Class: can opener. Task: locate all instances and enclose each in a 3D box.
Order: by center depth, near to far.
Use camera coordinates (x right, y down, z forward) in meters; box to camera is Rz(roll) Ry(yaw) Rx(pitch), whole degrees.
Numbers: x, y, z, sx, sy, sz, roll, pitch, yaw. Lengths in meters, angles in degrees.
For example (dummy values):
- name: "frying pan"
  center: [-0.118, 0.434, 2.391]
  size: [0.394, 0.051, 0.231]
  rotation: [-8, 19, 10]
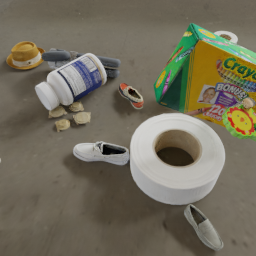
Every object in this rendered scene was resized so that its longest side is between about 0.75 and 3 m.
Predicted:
- name: "can opener"
  center: [-1.768, -2.391, 10.440]
  size: [2.899, 0.773, 0.969]
  rotation: [11, 20, 10]

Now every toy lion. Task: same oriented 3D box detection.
- name: "toy lion"
  center: [2.256, -0.084, 5.325]
  size: [0.911, 0.313, 0.873]
  rotation: [42, 55, 5]

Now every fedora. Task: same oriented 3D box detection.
- name: "fedora"
  center: [-4.109, -2.996, 11.189]
  size: [1.572, 0.641, 1.572]
  rotation: [0, 49, 0]

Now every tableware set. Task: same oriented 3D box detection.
- name: "tableware set"
  center: [-1.934, -0.422, 9.288]
  size: [1.349, 0.156, 1.127]
  rotation: [-17, 52, -14]

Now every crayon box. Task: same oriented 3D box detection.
- name: "crayon box"
  center: [2.220, -0.980, 6.409]
  size: [2.818, 1.674, 0.821]
  rotation: [17, 39, -18]

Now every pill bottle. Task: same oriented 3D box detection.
- name: "pill bottle"
  center: [-1.935, -1.532, 9.505]
  size: [2.209, 1.227, 1.227]
  rotation: [-35, 58, -24]

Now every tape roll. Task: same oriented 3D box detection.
- name: "tape roll"
  center: [1.308, 0.772, 7.764]
  size: [2.541, 0.889, 2.541]
  rotation: [0, 49, 1]
- name: "tape roll"
  center: [4.105, -3.710, 11.978]
  size: [1.068, 0.374, 1.068]
  rotation: [0, 49, 0]

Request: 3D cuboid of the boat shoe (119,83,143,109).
- name: "boat shoe"
  center: [0.100, -1.211, 9.789]
  size: [0.482, 0.423, 1.353]
  rotation: [-25, 52, -18]

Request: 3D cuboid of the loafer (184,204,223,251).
- name: "loafer"
  center: [1.799, 2.359, 6.697]
  size: [0.420, 0.419, 1.201]
  rotation: [-28, 55, -22]

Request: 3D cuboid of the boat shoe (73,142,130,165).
- name: "boat shoe"
  center: [-0.778, 0.630, 8.106]
  size: [1.679, 0.549, 0.618]
  rotation: [5, 49, 4]
